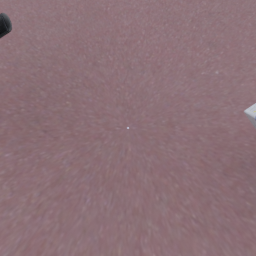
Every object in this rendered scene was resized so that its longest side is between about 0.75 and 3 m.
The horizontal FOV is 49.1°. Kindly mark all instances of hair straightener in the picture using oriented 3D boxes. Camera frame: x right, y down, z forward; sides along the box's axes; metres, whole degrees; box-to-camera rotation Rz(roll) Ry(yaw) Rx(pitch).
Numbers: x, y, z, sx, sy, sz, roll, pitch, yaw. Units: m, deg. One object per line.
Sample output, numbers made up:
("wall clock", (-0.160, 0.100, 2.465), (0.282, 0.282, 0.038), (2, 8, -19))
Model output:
("hair straightener", (-2.512, -1.207, 4.519), (1.871, 0.720, 0.383), (-31, 85, 23))

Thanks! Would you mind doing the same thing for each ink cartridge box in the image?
("ink cartridge box", (2.939, -0.251, 4.720), (1.333, 1.845, 0.781), (-36, 94, 14))
